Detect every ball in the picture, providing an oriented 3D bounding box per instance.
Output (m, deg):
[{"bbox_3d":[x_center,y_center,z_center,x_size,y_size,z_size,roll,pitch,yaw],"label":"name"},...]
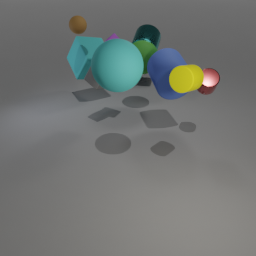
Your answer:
[{"bbox_3d":[0.603,-2.997,11.911,1.400,1.400,1.400,0,28,0],"label":"ball"},{"bbox_3d":[-1.982,-4.075,11.075,0.700,0.700,0.700,0,28,0],"label":"ball"},{"bbox_3d":[-0.286,-1.664,7.513,1.400,1.400,1.400,0,28,0],"label":"ball"}]

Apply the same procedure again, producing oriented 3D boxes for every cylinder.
[{"bbox_3d":[1.555,-1.313,7.428,0.700,0.700,0.700,20,24,32],"label":"cylinder"},{"bbox_3d":[1.546,-2.004,10.367,1.400,1.400,1.400,-6,44,-11],"label":"cylinder"},{"bbox_3d":[2.747,-1.598,9.678,0.700,0.700,0.700,3,-15,6],"label":"cylinder"},{"bbox_3d":[0.940,-4.474,14.769,1.400,1.400,1.400,7,52,13],"label":"cylinder"}]

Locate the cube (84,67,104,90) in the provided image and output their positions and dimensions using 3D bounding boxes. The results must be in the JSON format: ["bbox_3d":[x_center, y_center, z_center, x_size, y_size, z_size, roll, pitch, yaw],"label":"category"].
[{"bbox_3d":[-1.125,-1.981,10.839,0.700,0.700,0.700,41,25,14],"label":"cube"}]

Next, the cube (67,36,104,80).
[{"bbox_3d":[-1.811,-3.263,13.140,1.400,1.400,1.400,-10,63,-38],"label":"cube"}]

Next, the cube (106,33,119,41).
[{"bbox_3d":[-0.609,-2.842,10.158,0.700,0.700,0.700,-16,33,56],"label":"cube"}]
